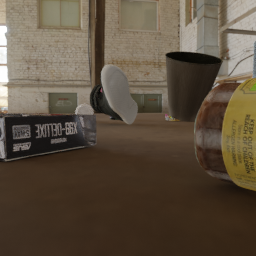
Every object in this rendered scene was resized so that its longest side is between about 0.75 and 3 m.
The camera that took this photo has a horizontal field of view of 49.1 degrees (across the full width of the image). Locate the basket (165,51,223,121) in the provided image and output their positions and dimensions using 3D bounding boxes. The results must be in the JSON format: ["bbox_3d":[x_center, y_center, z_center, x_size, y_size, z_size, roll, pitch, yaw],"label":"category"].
[{"bbox_3d":[2.434,-1.613,11.109,2.169,2.406,1.636,14,32,21],"label":"basket"}]

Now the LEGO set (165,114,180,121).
[{"bbox_3d":[2.008,-0.589,12.548,0.617,0.499,1.341,1,4,10],"label":"LEGO set"}]

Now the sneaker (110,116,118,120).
[{"bbox_3d":[-0.558,-0.805,14.069,0.635,0.747,1.706,0,3,3],"label":"sneaker"}]

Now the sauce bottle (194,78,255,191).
[{"bbox_3d":[1.147,0.081,0.946,0.611,0.611,1.889,-3,6,-40],"label":"sauce bottle"}]

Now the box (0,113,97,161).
[{"bbox_3d":[-1.376,0.028,3.252,1.607,0.400,1.267,2,4,30],"label":"box"}]

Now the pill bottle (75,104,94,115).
[{"bbox_3d":[-1.760,-0.624,11.388,0.719,0.719,1.281,0,4,-7],"label":"pill bottle"}]

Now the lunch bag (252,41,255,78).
[{"bbox_3d":[3.087,-0.616,4.345,2.107,1.580,2.485,4,3,30],"label":"lunch bag"}]

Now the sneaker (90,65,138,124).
[{"bbox_3d":[-0.643,-0.958,7.999,1.330,0.948,2.683,18,-17,20],"label":"sneaker"}]
